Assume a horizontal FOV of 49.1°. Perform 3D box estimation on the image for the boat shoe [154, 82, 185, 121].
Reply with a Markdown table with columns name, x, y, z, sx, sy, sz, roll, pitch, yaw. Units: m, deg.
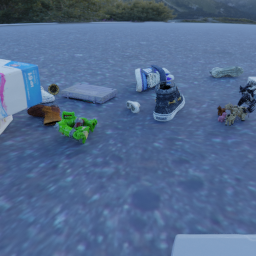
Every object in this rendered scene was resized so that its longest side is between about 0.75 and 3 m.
| name | x | y | z | sx | sy | sz | roll | pitch | yaw |
| --- | --- | --- | --- | --- | --- | --- | --- | --- | --- |
| boat shoe | 1.515 | -1.178 | 9.841 | 0.863 | 1.107 | 2.438 | 8 | 26 | 17 |

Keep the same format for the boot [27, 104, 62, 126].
| name | x | y | z | sx | sy | sz | roll | pitch | yaw |
| --- | --- | --- | --- | --- | --- | --- | --- | --- | --- |
| boot | -2.720 | -0.348 | 9.128 | 1.089 | 0.396 | 1.156 | 0 | 31 | -19 |

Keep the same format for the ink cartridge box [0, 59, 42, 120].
| name | x | y | z | sx | sy | sz | roll | pitch | yaw |
| --- | --- | --- | --- | --- | --- | --- | --- | --- | --- |
| ink cartridge box | -4.148 | -0.991 | 7.581 | 2.102 | 1.231 | 2.908 | 13 | 29 | 23 |

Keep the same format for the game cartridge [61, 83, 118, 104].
| name | x | y | z | sx | sy | sz | roll | pitch | yaw |
| --- | --- | --- | --- | --- | --- | --- | --- | --- | --- |
| game cartridge | -1.551 | -1.394 | 11.257 | 1.938 | 0.372 | 1.256 | 13 | 32 | 25 |

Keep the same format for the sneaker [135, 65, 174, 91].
| name | x | y | z | sx | sy | sz | roll | pitch | yaw |
| --- | --- | --- | --- | --- | --- | --- | --- | --- | --- |
| sneaker | 1.194 | -2.195 | 12.230 | 1.659 | 0.913 | 2.266 | -2 | 20 | 6 |

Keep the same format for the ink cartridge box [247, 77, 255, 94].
| name | x | y | z | sx | sy | sz | roll | pitch | yaw |
| --- | --- | --- | --- | --- | --- | --- | --- | --- | --- |
| ink cartridge box | 5.685 | -1.815 | 11.949 | 0.828 | 0.477 | 1.134 | 2 | 25 | 4 |

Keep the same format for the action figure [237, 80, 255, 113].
| name | x | y | z | sx | sy | sz | roll | pitch | yaw |
| --- | --- | --- | --- | --- | --- | --- | --- | --- | --- |
| action figure | 3.700 | -0.954 | 8.383 | 0.682 | 0.795 | 1.337 | -35 | 7 | 39 |

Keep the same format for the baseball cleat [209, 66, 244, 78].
| name | x | y | z | sx | sy | sz | roll | pitch | yaw |
| --- | --- | --- | --- | --- | --- | --- | --- | --- | --- |
| baseball cleat | 4.964 | -2.920 | 14.205 | 1.651 | 0.576 | 0.878 | -4 | 26 | -11 |

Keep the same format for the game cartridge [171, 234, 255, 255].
| name | x | y | z | sx | sy | sz | roll | pitch | yaw |
| --- | --- | --- | --- | --- | --- | --- | --- | --- | --- |
| game cartridge | 1.380 | 2.314 | 3.145 | 1.828 | 0.555 | 2.741 | -3 | 25 | 1 |

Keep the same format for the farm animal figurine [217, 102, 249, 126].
| name | x | y | z | sx | sy | sz | roll | pitch | yaw |
| --- | --- | --- | --- | --- | --- | --- | --- | --- | --- |
| farm animal figurine | 3.422 | -0.529 | 9.103 | 1.068 | 0.563 | 1.080 | -1 | 25 | -3 |

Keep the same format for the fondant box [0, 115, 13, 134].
| name | x | y | z | sx | sy | sz | roll | pitch | yaw |
| --- | --- | --- | --- | --- | --- | --- | --- | --- | --- |
| fondant box | -4.587 | -0.058 | 7.909 | 1.804 | 0.728 | 2.500 | -1 | 26 | -3 |

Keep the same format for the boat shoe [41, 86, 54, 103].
| name | x | y | z | sx | sy | sz | roll | pitch | yaw |
| --- | --- | --- | --- | --- | --- | --- | --- | --- | --- |
| boat shoe | -3.599 | -1.452 | 10.897 | 1.671 | 0.712 | 0.617 | 13 | 28 | 26 |

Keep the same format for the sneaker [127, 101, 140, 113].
| name | x | y | z | sx | sy | sz | roll | pitch | yaw |
| --- | --- | --- | --- | --- | --- | --- | --- | --- | --- |
| sneaker | 0.270 | -0.783 | 9.958 | 0.414 | 0.325 | 0.833 | -6 | 26 | -21 |

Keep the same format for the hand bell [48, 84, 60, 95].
| name | x | y | z | sx | sy | sz | roll | pitch | yaw |
| --- | --- | --- | --- | --- | --- | --- | --- | --- | --- |
| hand bell | -3.198 | -1.667 | 11.898 | 0.465 | 0.465 | 0.892 | -9 | 13 | -19 |

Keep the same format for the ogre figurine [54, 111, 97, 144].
| name | x | y | z | sx | sy | sz | roll | pitch | yaw |
| --- | --- | --- | --- | --- | --- | --- | --- | --- | --- |
| ogre figurine | -1.475 | -0.072 | 7.972 | 0.895 | 0.733 | 1.493 | 16 | 39 | 7 |
